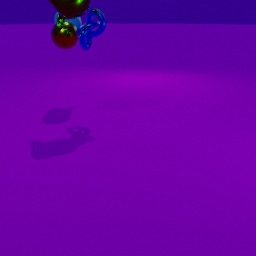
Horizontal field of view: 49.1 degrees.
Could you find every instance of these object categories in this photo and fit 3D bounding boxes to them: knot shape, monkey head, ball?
[{"bbox_3d":[-1.167,-2.888,8.426,0.561,1.136,1.214,26,-15,-29],"label":"knot shape"},{"bbox_3d":[-2.147,-3.960,10.305,0.916,1.520,1.094,-4,54,8],"label":"monkey head"},{"bbox_3d":[-2.164,-3.184,9.628,0.940,0.940,0.940,0,23,0],"label":"ball"},{"bbox_3d":[-1.680,-3.660,7.838,1.855,1.118,1.334,-52,40,-8],"label":"monkey head"}]
